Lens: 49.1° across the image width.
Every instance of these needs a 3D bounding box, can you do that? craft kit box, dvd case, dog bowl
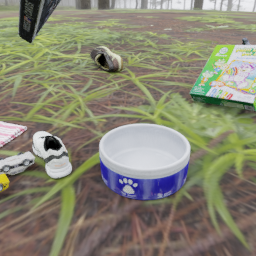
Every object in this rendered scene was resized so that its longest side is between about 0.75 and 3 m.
[{"bbox_3d":[3.288,-1.630,8.618,2.112,0.512,2.086,17,67,44],"label":"craft kit box"},{"bbox_3d":[-0.824,-2.194,3.703,0.304,1.845,2.455,34,-10,-19],"label":"dvd case"},{"bbox_3d":[0.322,0.599,5.594,1.762,0.694,1.762,0,27,0],"label":"dog bowl"}]

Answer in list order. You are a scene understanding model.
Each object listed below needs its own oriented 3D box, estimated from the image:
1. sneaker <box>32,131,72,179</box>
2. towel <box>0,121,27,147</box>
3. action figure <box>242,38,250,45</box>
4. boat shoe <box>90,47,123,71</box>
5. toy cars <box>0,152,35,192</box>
[{"bbox_3d":[-1.667,0.377,6.071,0.628,0.681,1.703,-18,31,-28],"label":"sneaker"},{"bbox_3d":[-3.332,0.167,6.980,0.986,0.202,1.348,11,29,18],"label":"towel"},{"bbox_3d":[3.997,-1.921,9.876,1.099,2.101,2.032,-31,6,-7],"label":"action figure"},{"bbox_3d":[-1.147,-3.157,12.692,0.782,0.883,2.413,-13,30,-34],"label":"boat shoe"},{"bbox_3d":[-2.406,0.951,5.318,0.736,0.363,1.641,5,24,12],"label":"toy cars"}]
